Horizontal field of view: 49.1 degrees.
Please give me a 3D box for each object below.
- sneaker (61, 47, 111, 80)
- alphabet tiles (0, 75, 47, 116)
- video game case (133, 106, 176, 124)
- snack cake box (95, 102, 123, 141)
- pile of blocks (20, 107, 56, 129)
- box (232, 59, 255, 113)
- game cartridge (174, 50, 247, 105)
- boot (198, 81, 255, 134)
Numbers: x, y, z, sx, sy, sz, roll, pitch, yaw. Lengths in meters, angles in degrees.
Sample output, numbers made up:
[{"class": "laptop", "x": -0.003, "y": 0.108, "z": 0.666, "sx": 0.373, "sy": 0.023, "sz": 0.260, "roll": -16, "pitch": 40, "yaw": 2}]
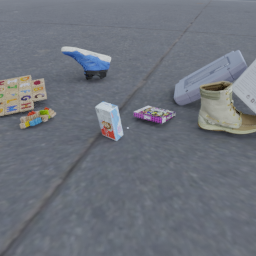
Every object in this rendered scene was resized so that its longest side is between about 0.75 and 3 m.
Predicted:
[{"class": "sneaker", "x": -1.608, "y": -2.338, "z": 10.357, "sx": 1.824, "sy": 1.015, "sz": 0.700, "roll": 11, "pitch": 9, "yaw": -15}, {"class": "alphabet tiles", "x": -3.837, "y": -1.012, "z": 8.783, "sx": 2.464, "sy": 0.078, "sz": 2.050, "roll": -13, "pitch": 41, "yaw": -11}, {"class": "video game case", "x": 0.758, "y": -0.394, "z": 7.938, "sx": 0.923, "sy": 0.165, "sz": 0.836, "roll": 16, "pitch": 25, "yaw": 31}, {"class": "snack cake box", "x": -0.450, "y": -0.168, "z": 6.912, "sx": 0.506, "sy": 0.880, "sz": 0.296, "roll": 19, "pitch": 45, "yaw": 34}, {"class": "pile of blocks", "x": -2.471, "y": -0.332, "z": 7.652, "sx": 0.435, "sy": 0.329, "sz": 1.060, "roll": 12, "pitch": 32, "yaw": 41}, {"class": "box", "x": 4.154, "y": -1.400, "z": 6.629, "sx": 1.693, "sy": 2.721, "sz": 1.326, "roll": 13, "pitch": 35, "yaw": -39}, {"class": "game cartridge", "x": 2.510, "y": -1.538, "z": 8.725, "sx": 2.277, "sy": 0.461, "sz": 1.518, "roll": -27, "pitch": 18, "yaw": 27}, {"class": "boot", "x": 2.572, "y": -0.522, "z": 6.950, "sx": 1.620, "sy": 1.253, "sz": 0.584, "roll": 5, "pitch": 38, "yaw": 18}]
